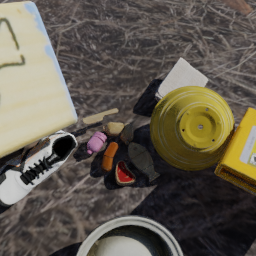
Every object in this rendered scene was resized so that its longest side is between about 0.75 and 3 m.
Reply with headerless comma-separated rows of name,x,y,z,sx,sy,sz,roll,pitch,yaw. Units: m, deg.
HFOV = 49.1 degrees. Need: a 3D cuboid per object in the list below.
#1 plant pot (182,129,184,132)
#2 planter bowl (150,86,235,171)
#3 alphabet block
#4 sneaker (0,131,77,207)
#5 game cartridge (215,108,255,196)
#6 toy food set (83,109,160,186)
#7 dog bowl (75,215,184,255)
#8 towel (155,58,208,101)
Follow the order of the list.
plant pot,1.429,-0.287,7.842,0.814,0.894,0.894,-35,55,14
planter bowl,1.662,-0.015,6.825,2.208,0.920,2.208,0,88,1
alphabet block,-3.419,-0.789,6.165,2.969,2.900,2.916,-28,14,-39
sneaker,-2.263,0.898,6.909,0.984,0.907,2.460,-4,40,51
game cartridge,3.534,0.695,6.337,2.417,0.445,2.742,27,43,19
toy food set,-0.323,0.617,7.657,1.502,0.372,2.363,-19,64,-20
dog bowl,-0.003,2.720,5.410,2.131,0.786,2.131,1,82,-7
towel,1.679,-1.260,8.791,1.218,0.317,1.838,38,64,-3
